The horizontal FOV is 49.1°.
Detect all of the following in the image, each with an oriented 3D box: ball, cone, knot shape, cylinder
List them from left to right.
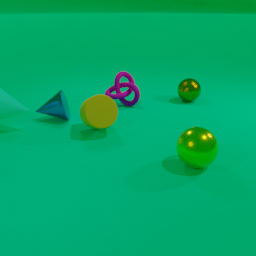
[{"bbox_3d":[-3.738,-0.653,8.370,1.644,1.638,1.638,11,25,-1],"label":"cone"},{"bbox_3d":[-2.572,-0.656,9.284,1.033,1.029,1.029,-13,26,-2],"label":"cone"},{"bbox_3d":[-0.892,-0.471,8.360,0.978,0.978,0.978,-8,3,-17],"label":"cylinder"},{"bbox_3d":[-0.155,-1.530,10.559,1.342,1.256,0.620,11,-16,5],"label":"knot shape"},{"bbox_3d":[2.390,-1.488,10.959,0.913,0.913,0.913,0,25,0],"label":"ball"},{"bbox_3d":[1.643,0.460,6.663,0.987,0.987,0.987,0,25,0],"label":"ball"}]
